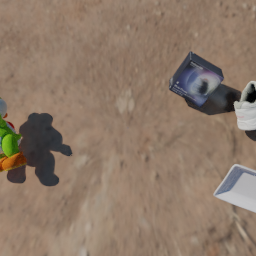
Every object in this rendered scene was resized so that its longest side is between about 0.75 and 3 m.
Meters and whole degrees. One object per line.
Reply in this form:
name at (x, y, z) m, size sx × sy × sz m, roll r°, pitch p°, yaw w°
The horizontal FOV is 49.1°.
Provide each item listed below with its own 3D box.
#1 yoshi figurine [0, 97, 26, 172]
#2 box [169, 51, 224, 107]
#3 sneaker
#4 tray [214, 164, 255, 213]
yoshi figurine at (-3.416, -0.006, 6.826) m, size 1.294 × 1.289 × 2.302 m, roll -18°, pitch 91°, yaw -17°
box at (1.827, -1.313, 7.601) m, size 1.057 × 1.048 × 0.651 m, roll 27°, pitch 34°, yaw -9°
sneaker at (3.625, -0.894, 7.421) m, size 2.119 × 0.826 × 1.053 m, roll -40°, pitch 115°, yaw -21°
tray at (3.492, 1.628, 6.624) m, size 2.548 × 1.368 × 0.283 m, roll 20°, pitch 46°, yaw 7°
